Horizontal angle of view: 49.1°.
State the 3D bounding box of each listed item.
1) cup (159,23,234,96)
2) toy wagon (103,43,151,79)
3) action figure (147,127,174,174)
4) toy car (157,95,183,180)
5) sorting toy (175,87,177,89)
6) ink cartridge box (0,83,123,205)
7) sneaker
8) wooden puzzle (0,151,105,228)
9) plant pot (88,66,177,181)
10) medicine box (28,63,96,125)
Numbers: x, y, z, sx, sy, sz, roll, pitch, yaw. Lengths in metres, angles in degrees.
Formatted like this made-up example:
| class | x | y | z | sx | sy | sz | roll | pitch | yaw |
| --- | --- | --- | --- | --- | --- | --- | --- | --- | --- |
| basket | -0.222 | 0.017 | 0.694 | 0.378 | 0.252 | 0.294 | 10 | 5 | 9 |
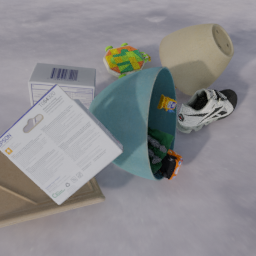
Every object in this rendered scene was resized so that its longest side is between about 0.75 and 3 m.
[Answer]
| class | x | y | z | sx | sy | sz | roll | pitch | yaw |
| --- | --- | --- | --- | --- | --- | --- | --- | --- | --- |
| cup | 2.289 | -2.317 | 8.690 | 2.185 | 1.563 | 2.185 | 18 | 61 | -35 |
| toy wagon | 0.037 | -2.556 | 10.470 | 1.865 | 0.369 | 1.447 | -18 | 70 | -19 |
| action figure | 0.271 | 0.242 | 7.061 | 0.479 | 1.035 | 1.752 | 21 | 12 | -45 |
| toy car | 1.133 | 0.221 | 6.796 | 0.652 | 1.959 | 0.961 | 7 | 4 | -32 |
| sorting toy | 1.448 | -1.477 | 9.256 | 0.413 | 0.416 | 1.200 | -10 | 26 | 18 |
| ink cartridge box | -1.112 | 0.285 | 4.605 | 1.484 | 1.512 | 0.327 | -40 | 12 | 11 |
| sneaker | 2.424 | -0.751 | 8.121 | 2.324 | 1.029 | 0.861 | -30 | 49 | -26 |
| wooden puzzle | -2.098 | 1.109 | 6.547 | 2.434 | 0.490 | 2.631 | -7 | 36 | -27 |
| plant pot | 0.051 | -0.132 | 6.797 | 1.755 | 2.606 | 2.606 | 3 | 41 | 22 |
| medicine box | -1.732 | -0.722 | 7.680 | 1.624 | 1.783 | 0.918 | 4 | 43 | -7 |
